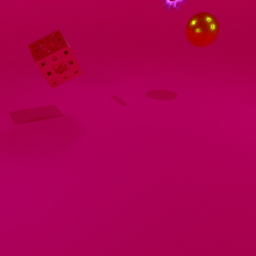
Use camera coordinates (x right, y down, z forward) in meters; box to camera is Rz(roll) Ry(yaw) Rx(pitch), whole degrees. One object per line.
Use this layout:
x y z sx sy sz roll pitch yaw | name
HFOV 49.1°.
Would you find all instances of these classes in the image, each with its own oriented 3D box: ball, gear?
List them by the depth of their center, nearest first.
1.549 -4.253 8.838 0.209 1.131 1.131 11 18 -36 | gear
2.675 -3.531 10.109 1.209 1.209 1.209 0 28 0 | ball

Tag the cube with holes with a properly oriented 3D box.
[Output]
-2.261 -2.150 8.767 1.094 1.094 1.094 -29 50 -5 | cube with holes
